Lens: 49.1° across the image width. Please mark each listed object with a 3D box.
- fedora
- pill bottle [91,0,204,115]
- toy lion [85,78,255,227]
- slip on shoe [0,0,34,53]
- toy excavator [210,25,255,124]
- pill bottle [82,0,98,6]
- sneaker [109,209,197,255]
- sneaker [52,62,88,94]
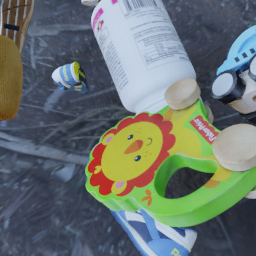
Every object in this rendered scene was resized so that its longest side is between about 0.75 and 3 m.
[{"bbox_3d":[-2.621,-0.942,5.191,1.080,2.649,2.649,0,65,-33],"label":"fedora"},{"bbox_3d":[0.431,-1.340,5.990,1.646,1.646,2.903,-19,77,-7],"label":"pill bottle"},{"bbox_3d":[0.436,0.454,4.166,2.343,0.839,2.445,-35,34,4],"label":"toy lion"},{"bbox_3d":[-2.909,-2.739,7.275,0.740,0.590,1.946,9,98,-19],"label":"slip on shoe"},{"bbox_3d":[2.771,-1.657,5.177,1.247,2.428,2.497,24,58,-29],"label":"toy excavator"},{"bbox_3d":[-0.947,-3.538,6.959,0.485,0.485,0.849,1,96,1],"label":"pill bottle"},{"bbox_3d":[0.316,1.646,5.394,0.973,0.875,2.367,-42,49,-7],"label":"sneaker"},{"bbox_3d":[-0.716,-0.619,3.601,0.336,0.818,0.302,-16,82,2],"label":"sneaker"}]
